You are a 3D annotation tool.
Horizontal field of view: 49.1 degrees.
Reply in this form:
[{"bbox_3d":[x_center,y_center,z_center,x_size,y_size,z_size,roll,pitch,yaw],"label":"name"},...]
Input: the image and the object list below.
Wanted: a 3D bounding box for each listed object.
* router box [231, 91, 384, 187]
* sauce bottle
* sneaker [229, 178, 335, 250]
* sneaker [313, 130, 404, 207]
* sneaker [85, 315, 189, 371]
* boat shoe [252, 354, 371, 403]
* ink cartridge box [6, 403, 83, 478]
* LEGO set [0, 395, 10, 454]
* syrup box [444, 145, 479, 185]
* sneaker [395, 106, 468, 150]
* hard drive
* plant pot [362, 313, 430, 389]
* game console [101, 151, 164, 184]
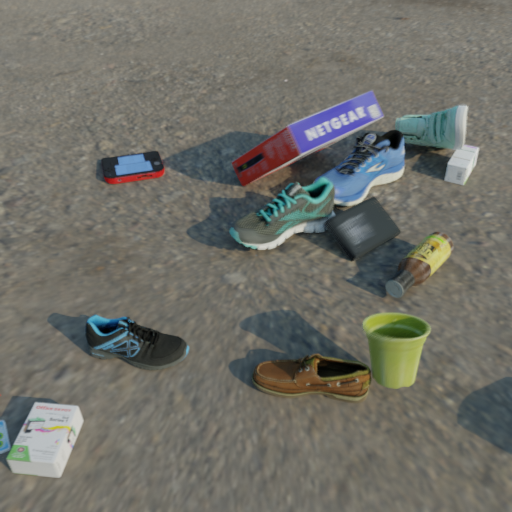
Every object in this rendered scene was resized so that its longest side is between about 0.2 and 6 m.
[{"bbox_3d":[1.138,-2.680,12.941,2.734,0.668,2.454,-29,6,-31],"label":"router box"},{"bbox_3d":[3.077,0.176,10.563,0.601,0.601,1.858,27,44,30],"label":"sauce bottle"},{"bbox_3d":[0.589,-0.963,11.394,2.551,1.164,0.990,-20,48,-30],"label":"sneaker"},{"bbox_3d":[2.369,-2.154,12.920,2.974,1.326,1.168,-32,49,-33],"label":"sneaker"},{"bbox_3d":[-1.941,1.367,8.978,1.709,0.700,0.625,5,38,5],"label":"sneaker"},{"bbox_3d":[0.836,1.761,8.542,1.812,0.616,0.652,3,38,3],"label":"boat shoe"},{"bbox_3d":[-2.897,2.528,7.755,0.668,0.387,0.923,4,38,5],"label":"ink cartridge box"},{"bbox_3d":[-4.387,2.270,8.090,1.312,0.431,1.756,-15,40,-24],"label":"LEGO set"},{"bbox_3d":[5.042,-2.252,13.723,0.494,0.478,1.214,19,42,25],"label":"syrup box"},{"bbox_3d":[4.238,-3.102,13.776,1.559,0.972,2.642,6,3,7],"label":"sneaker"},{"bbox_3d":[2.199,-0.578,11.478,1.393,0.229,0.972,-27,75,-30],"label":"hard drive"},{"bbox_3d":[2.033,1.417,8.219,0.950,0.874,0.950,-2,18,1],"label":"plant pot"},{"bbox_3d":[-3.067,-2.236,13.922,1.463,0.227,1.294,-10,40,-13],"label":"game console"}]
